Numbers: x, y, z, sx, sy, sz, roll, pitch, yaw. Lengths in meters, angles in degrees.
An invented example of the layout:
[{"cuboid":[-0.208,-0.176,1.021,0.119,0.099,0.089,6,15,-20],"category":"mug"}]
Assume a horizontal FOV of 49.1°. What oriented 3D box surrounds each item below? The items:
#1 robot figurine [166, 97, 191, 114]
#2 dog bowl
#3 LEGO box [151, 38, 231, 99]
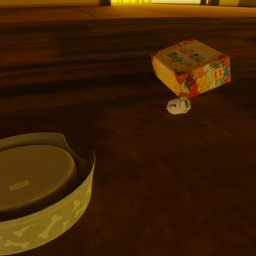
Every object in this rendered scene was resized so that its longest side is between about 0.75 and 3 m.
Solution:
[{"cuboid":[1.542,-0.680,8.589,0.718,0.478,0.846,-10,2,-30],"category":"robot figurine"},{"cuboid":[-1.938,1.036,5.064,2.796,0.820,2.796,-4,25,2],"category":"dog bowl"},{"cuboid":[2.134,-2.181,9.963,1.813,0.939,2.434,-22,36,-6],"category":"LEGO box"}]
